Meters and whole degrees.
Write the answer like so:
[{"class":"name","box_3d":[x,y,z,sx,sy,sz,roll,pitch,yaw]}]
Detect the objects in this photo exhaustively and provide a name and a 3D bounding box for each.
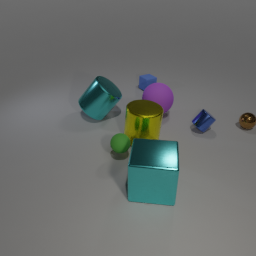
[{"class":"ball","box_3d":[1.320,-1.302,12.406,1.400,1.400,1.400,0,31,0]},{"class":"cylinder","box_3d":[-1.211,-1.299,12.200,1.400,1.400,1.400,35,25,-19]},{"class":"cylinder","box_3d":[0.577,-0.177,10.759,1.400,1.400,1.400,4,32,-2]},{"class":"cube","box_3d":[1.076,-2.468,15.248,0.700,0.700,0.700,-17,35,-30]},{"class":"ball","box_3d":[-0.262,0.526,9.669,0.700,0.700,0.700,0,31,0]},{"class":"ball","box_3d":[5.021,-0.301,11.737,0.700,0.700,0.700,0,31,0]},{"class":"cube","box_3d":[0.771,1.291,8.459,1.400,1.400,1.400,4,32,6]},{"class":"cylinder","box_3d":[3.109,-0.308,11.497,0.700,0.700,0.700,35,19,-14]}]
